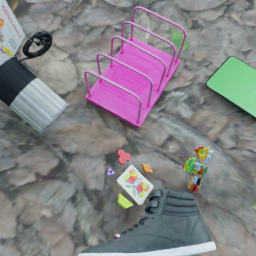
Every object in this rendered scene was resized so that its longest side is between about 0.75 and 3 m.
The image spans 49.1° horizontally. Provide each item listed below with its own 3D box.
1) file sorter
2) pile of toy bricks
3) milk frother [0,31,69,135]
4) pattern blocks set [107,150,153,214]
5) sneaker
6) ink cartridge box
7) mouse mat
[{"bbox_3d":[0.213,-1.728,7.750,1.803,1.627,2.595,29,69,10],"label":"file sorter"},{"bbox_3d":[1.621,0.999,6.906,0.560,0.629,1.134,21,107,22],"label":"pile of toy bricks"},{"bbox_3d":[-2.204,-1.169,7.136,1.776,1.888,1.704,42,33,-13],"label":"milk frother"},{"bbox_3d":[0.184,1.363,6.850,1.545,0.125,1.358,35,52,-9],"label":"pattern blocks set"},{"bbox_3d":[0.335,2.149,6.109,2.937,1.038,1.456,-4,62,-13],"label":"sneaker"},{"bbox_3d":[-4.437,-2.546,8.102,1.651,1.658,2.283,14,69,9],"label":"ink cartridge box"},{"bbox_3d":[3.542,-1.225,8.351,2.057,0.077,1.656,38,66,16],"label":"mouse mat"}]
